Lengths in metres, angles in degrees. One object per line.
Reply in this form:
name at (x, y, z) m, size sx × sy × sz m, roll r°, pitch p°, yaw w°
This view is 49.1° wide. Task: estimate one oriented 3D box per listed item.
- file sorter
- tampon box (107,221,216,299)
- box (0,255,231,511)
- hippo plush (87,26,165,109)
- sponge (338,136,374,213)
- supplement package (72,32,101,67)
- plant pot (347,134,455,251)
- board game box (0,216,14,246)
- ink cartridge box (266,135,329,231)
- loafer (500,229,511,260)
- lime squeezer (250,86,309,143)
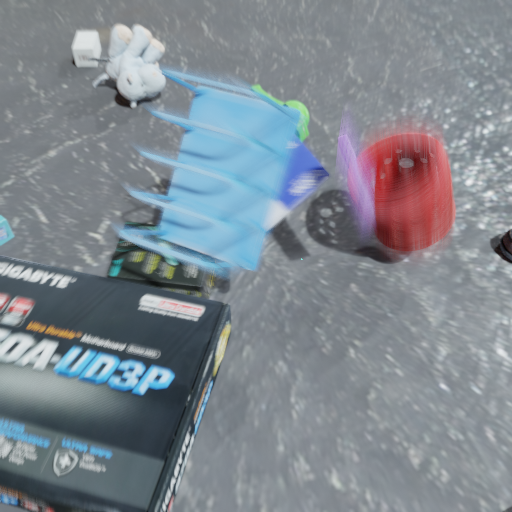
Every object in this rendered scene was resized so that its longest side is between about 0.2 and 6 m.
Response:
file sorter at (-0.664, -1.138, 7.627) m, size 1.632 × 2.351 × 1.442 m, roll 19°, pitch 8°, yaw 19°
tampon box at (-1.450, 0.215, 8.964) m, size 1.459 × 0.921 × 1.093 m, roll 7°, pitch 54°, yaw 5°
box at (-2.658, 1.720, 7.685) m, size 3.994 × 0.919 × 3.175 m, roll 12°, pitch 50°, yaw 10°
hippo plush at (-2.800, -4.238, 12.569) m, size 1.769 × 1.409 × 1.422 m, roll -15°, pitch 50°, yaw -14°
sponge at (1.385, -1.128, 7.756) m, size 0.151 × 0.564 × 1.012 m, roll -21°, pitch 77°, yaw 9°
supplement package at (-4.214, -5.147, 13.950) m, size 0.506 × 0.508 × 0.866 m, roll -2°, pitch 49°, yaw -1°
plant pot at (2.420, -0.976, 9.044) m, size 1.542 × 1.404 × 1.542 m, roll -19°, pitch 46°, yaw 21°
board game box at (-5.654, -0.548, 9.960) m, size 2.092 × 0.491 × 1.579 m, roll 32°, pitch 56°, yaw 25°
ink cartridge box at (0.122, -0.944, 8.739) m, size 1.913 × 0.423 × 0.899 m, roll -41°, pitch 88°, yaw 4°
loafer at (5.722, -0.444, 9.579) m, size 2.921 × 0.920 × 1.050 m, roll -2°, pitch 49°, yaw -1°
lime squeezer at (0.411, -2.584, 11.609) m, size 1.358 × 0.725 × 3.845 m, roll 3°, pitch 50°, yaw 2°
